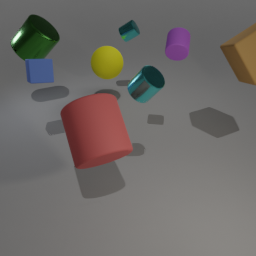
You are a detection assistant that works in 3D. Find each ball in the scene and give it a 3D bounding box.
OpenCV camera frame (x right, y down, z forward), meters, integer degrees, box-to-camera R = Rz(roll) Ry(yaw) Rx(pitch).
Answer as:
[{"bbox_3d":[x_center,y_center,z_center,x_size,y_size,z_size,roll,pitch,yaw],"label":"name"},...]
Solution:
[{"bbox_3d":[-0.897,-2.792,12.011,1.400,1.400,1.400,0,33,0],"label":"ball"}]

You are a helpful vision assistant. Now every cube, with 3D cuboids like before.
[{"bbox_3d":[3.929,-2.302,8.522,1.400,1.400,1.400,-32,12,9],"label":"cube"},{"bbox_3d":[-2.724,-1.761,8.617,0.700,0.700,0.700,-8,16,-26],"label":"cube"}]

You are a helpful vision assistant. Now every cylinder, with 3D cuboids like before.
[{"bbox_3d":[-3.705,-3.523,11.230,1.400,1.400,1.400,37,29,-25],"label":"cylinder"},{"bbox_3d":[0.057,-4.246,12.273,0.700,0.700,0.700,-24,25,24],"label":"cylinder"},{"bbox_3d":[-0.750,0.098,6.661,1.400,1.400,1.400,-14,76,-20],"label":"cylinder"},{"bbox_3d":[1.496,-2.515,8.412,0.700,0.700,0.700,6,63,10],"label":"cylinder"},{"bbox_3d":[0.453,-1.097,7.063,0.700,0.700,0.700,18,53,-26],"label":"cylinder"}]
